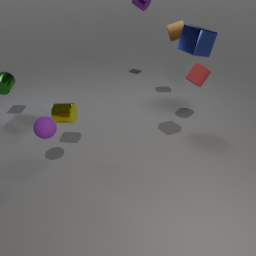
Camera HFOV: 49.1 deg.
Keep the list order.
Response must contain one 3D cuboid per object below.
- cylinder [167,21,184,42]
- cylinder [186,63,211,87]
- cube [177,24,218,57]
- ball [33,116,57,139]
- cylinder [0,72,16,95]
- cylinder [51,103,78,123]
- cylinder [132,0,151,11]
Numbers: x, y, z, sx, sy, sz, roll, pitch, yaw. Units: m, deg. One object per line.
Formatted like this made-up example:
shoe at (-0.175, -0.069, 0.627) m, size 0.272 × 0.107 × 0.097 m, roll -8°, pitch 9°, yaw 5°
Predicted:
cylinder at (2.082, -4.151, 12.007) m, size 0.700 × 0.700 × 0.700 m, roll -14°, pitch 29°, yaw 12°
cylinder at (2.695, -2.035, 10.771) m, size 0.700 × 0.700 × 0.700 m, roll 32°, pitch 12°, yaw -7°
cube at (1.936, -2.456, 7.886) m, size 0.700 × 0.700 × 0.700 m, roll -5°, pitch 32°, yaw -36°
ball at (-2.563, -0.008, 8.664) m, size 0.700 × 0.700 × 0.700 m, roll 0°, pitch 31°, yaw 0°
cylinder at (-5.136, -1.851, 11.609) m, size 0.700 × 0.700 × 0.700 m, roll 3°, pitch 46°, yaw 5°
cylinder at (-2.185, -0.508, 9.682) m, size 0.700 × 0.700 × 0.700 m, roll 0°, pitch 30°, yaw 11°
cylinder at (0.661, -6.200, 13.657) m, size 0.700 × 0.700 × 0.700 m, roll 37°, pitch 39°, yaw 6°
